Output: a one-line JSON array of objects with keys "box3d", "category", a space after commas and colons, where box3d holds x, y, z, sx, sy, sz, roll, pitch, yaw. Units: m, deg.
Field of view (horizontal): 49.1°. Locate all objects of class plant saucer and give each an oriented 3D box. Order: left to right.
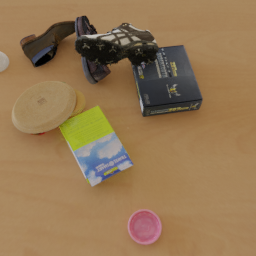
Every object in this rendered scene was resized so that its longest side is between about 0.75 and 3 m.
[{"box3d": [0.465, 2.765, 7.812, 0.939, 0.238, 0.939, 0, 61, 0], "category": "plant saucer"}]

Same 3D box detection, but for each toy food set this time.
[{"box3d": [-2.750, -0.724, 9.318, 2.282, 0.561, 2.305, 28, 65, 29], "category": "toy food set"}]

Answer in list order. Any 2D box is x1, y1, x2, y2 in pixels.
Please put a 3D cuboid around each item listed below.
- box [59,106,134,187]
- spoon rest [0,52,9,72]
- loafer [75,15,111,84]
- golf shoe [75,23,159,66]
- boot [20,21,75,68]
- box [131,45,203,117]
[{"box3d": [-1.016, 0.575, 8.808, 1.467, 0.573, 2.406, -26, 65, -14], "category": "box"}, {"box3d": [-5.206, -2.888, 10.818, 0.882, 0.538, 1.775, -25, 78, -12], "category": "spoon rest"}, {"box3d": [-1.255, -3.015, 10.416, 0.919, 1.049, 2.919, -19, 68, 17], "category": "loafer"}, {"box3d": [-0.397, -2.881, 9.479, 2.835, 1.102, 1.339, 2, 62, -17], "category": "golf shoe"}, {"box3d": [-2.850, -3.215, 10.819, 2.384, 0.890, 1.155, -25, 74, -3], "category": "boot"}, {"box3d": [1.299, -1.739, 10.017, 2.048, 0.663, 2.597, -7, 62, -5], "category": "box"}]
